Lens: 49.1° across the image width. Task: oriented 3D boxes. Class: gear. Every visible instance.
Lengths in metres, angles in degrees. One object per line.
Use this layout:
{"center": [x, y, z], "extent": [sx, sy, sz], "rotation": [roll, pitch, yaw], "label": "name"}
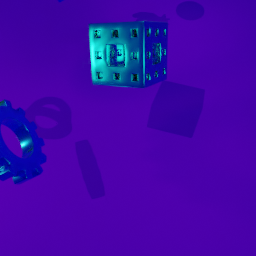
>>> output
{"center": [-2.480, 0.276, 6.000], "extent": [0.338, 1.829, 1.829], "rotation": [-26, 68, 13], "label": "gear"}

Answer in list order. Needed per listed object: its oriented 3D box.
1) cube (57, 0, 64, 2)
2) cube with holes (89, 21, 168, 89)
{"center": [-1.767, -4.147, 7.416], "extent": [0.919, 0.919, 0.919], "rotation": [-35, 77, -12], "label": "cube"}
{"center": [0.057, -1.715, 6.438], "extent": [1.316, 1.316, 1.316], "rotation": [9, 21, 27], "label": "cube with holes"}
